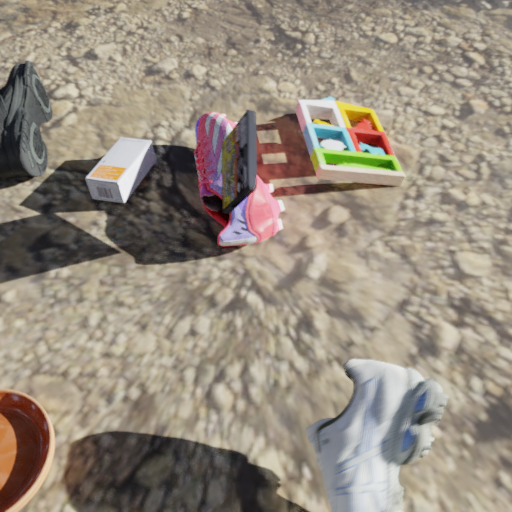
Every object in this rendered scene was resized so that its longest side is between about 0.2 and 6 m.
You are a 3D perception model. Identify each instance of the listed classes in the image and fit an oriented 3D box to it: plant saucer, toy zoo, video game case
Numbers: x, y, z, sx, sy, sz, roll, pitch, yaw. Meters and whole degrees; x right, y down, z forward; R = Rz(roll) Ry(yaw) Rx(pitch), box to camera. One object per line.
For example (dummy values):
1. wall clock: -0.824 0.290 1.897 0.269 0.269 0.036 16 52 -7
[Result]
1. plant saucer: -3.234 2.380 6.578 1.696 0.274 1.696 1 48 -1
2. toy zoo: 1.662 -2.259 10.490 1.618 0.252 2.466 3 47 -14
3. video game case: -0.258 -1.348 8.180 0.152 1.077 1.192 5 73 -22

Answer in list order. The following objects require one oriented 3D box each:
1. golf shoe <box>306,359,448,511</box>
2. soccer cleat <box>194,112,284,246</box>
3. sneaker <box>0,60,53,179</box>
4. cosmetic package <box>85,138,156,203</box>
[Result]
1. golf shoe: 1.014 2.312 5.873 1.244 1.002 2.559 21 72 17
2. soccer cleat: -0.596 -1.389 9.468 1.182 1.031 3.092 -17 54 -17
3. sneaker: -4.695 -2.607 10.493 1.432 1.198 3.156 -12 46 -1
4. cosmetic package: -2.348 -1.524 9.845 0.658 0.462 1.297 8 46 16
